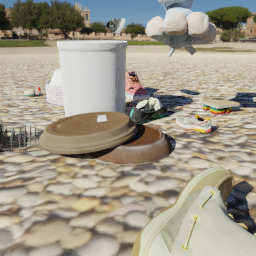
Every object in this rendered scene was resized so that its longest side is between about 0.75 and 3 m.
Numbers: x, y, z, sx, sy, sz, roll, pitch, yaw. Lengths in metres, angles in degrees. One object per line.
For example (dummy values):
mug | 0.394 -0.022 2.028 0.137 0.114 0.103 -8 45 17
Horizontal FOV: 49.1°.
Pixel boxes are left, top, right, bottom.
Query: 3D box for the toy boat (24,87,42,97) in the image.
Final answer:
toy boat | -4.676 -1.733 13.883 0.848 0.394 0.713 -24 24 -34

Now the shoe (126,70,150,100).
shoe | 0.204 -2.154 13.705 0.949 1.208 2.656 -9 20 -25

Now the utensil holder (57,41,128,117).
utensil holder | -1.166 -1.590 9.662 2.302 2.709 2.302 0 18 0

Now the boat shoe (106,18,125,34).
boat shoe | -0.479 -3.708 10.144 0.420 0.509 1.483 18 7 -20

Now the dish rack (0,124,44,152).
dish rack | -2.920 0.213 7.838 1.674 0.457 1.284 -5 20 -17

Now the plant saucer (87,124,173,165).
plant saucer | 0.019 0.318 7.614 2.382 0.410 2.382 1 18 0

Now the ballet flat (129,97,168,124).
ballet flat | 0.819 -0.678 10.070 0.710 0.714 2.088 18 25 34

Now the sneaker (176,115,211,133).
sneaker | 2.121 -0.216 9.027 1.223 0.503 0.476 12 22 35

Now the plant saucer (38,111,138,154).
plant saucer | -1.083 0.018 7.635 2.700 0.398 2.700 -6 17 2

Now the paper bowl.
paper bowl | -2.323 -2.000 12.865 2.852 1.483 2.852 -1 19 0

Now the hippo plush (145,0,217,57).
hippo plush | 1.688 -3.395 8.212 1.860 1.877 2.335 3 -3 29

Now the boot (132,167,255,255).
boot | 1.405 1.408 3.658 1.778 0.828 2.299 14 29 39

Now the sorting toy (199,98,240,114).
sorting toy | 3.602 -0.864 11.140 1.114 0.390 1.121 -8 20 -23
